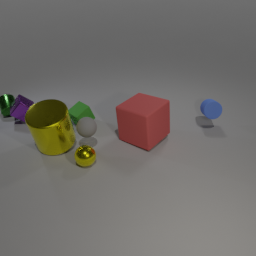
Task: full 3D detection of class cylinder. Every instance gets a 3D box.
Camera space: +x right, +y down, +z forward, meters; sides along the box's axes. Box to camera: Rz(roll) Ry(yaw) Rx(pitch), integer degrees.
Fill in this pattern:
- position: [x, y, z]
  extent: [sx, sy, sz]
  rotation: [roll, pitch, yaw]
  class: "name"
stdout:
- position: [-5.144, -0.972, 12.014]
  extent: [0.700, 0.700, 0.700]
  rotation: [-15, 65, -25]
  class: "cylinder"
- position: [-2.608, -0.023, 9.563]
  extent: [1.400, 1.400, 1.400]
  rotation: [-2, 47, 2]
  class: "cylinder"
- position: [3.248, -0.751, 10.968]
  extent: [0.700, 0.700, 0.700]
  rotation: [1, 14, 2]
  class: "cylinder"

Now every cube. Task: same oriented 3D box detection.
- position: [-1.881, -0.529, 11.259]
  extent: [0.700, 0.700, 0.700]
  rotation: [28, 64, 40]
  class: "cube"
- position: [-4.299, -0.800, 11.404]
  extent: [0.700, 0.700, 0.700]
  rotation: [31, 19, -39]
  class: "cube"
- position: [0.572, -0.276, 10.171]
  extent: [1.400, 1.400, 1.400]
  rotation: [19, 39, 35]
  class: "cube"

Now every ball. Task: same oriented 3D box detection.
- position: [-1.374, 0.897, 9.028]
  extent: [0.700, 0.700, 0.700]
  rotation: [0, 30, 0]
  class: "ball"
- position: [-1.404, -0.025, 9.527]
  extent: [0.700, 0.700, 0.700]
  rotation: [0, 30, 0]
  class: "ball"
